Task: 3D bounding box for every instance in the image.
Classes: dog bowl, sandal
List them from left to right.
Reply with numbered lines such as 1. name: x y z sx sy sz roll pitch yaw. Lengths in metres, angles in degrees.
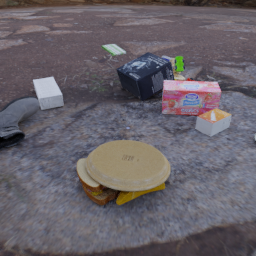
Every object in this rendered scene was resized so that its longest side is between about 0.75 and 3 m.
1. dog bowl: 2.584 -3.968 17.183 1.220 0.481 1.220 22 7 -3
2. sandal: 2.418 -3.472 15.884 1.121 1.005 3.057 1 21 -11

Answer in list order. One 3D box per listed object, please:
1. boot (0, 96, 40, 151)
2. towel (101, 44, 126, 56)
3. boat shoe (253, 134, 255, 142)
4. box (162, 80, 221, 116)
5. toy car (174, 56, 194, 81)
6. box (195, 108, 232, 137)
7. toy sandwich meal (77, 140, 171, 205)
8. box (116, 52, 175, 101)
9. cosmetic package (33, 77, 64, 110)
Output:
1. boot: -4.394 -0.098 10.788 2.944 1.028 1.938 -34 46 -28
2. towel: -0.568 -3.136 11.297 0.711 0.146 0.953 37 34 15
3. boat shoe: 5.001 0.277 10.566 0.405 0.335 1.083 30 47 16
4. box: 2.759 -1.346 12.473 2.423 1.243 1.147 4 30 5
5. toy car: 2.753 -2.815 14.786 2.022 1.903 0.451 -3 -7 -4
6. box: 3.420 -0.244 11.209 1.235 0.602 0.768 -22 37 -33
7. toy sandwich meal: -0.095 1.309 8.345 2.777 0.951 2.777 4 26 -2
8. box: 0.890 -2.668 14.248 2.109 1.238 2.074 -31 39 -15
9. cosmetic package: -3.942 -1.745 13.727 1.058 0.649 2.564 -11 32 -19
